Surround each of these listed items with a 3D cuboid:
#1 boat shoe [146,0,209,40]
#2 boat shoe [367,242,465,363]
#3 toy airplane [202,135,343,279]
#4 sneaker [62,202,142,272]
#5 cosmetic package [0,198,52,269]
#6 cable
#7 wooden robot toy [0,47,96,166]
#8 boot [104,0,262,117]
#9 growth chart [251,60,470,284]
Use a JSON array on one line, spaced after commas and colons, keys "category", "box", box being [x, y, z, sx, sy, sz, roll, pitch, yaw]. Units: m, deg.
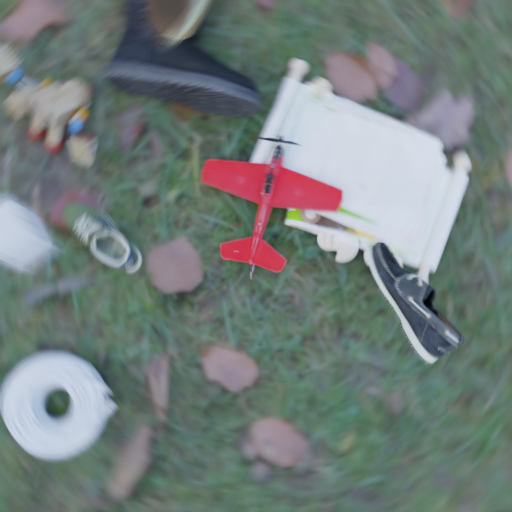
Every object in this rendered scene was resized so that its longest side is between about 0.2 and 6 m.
[{"category": "boat shoe", "box": [-0.822, -4.326, 8.159, 0.977, 1.038, 2.725, 13, 86, 18]}, {"category": "boat shoe", "box": [2.532, 0.615, 9.034, 0.723, 0.768, 2.140, -41, 64, 29]}, {"category": "toy airplane", "box": [0.124, -0.917, 10.756, 2.853, 0.525, 2.853, 1, 94, 10]}, {"category": "sneaker", "box": [-3.023, -0.423, 10.770, 1.893, 0.850, 0.635, 40, 87, 2]}, {"category": "cosmetic package", "box": [-3.981, -0.356, 9.252, 0.682, 0.682, 0.827, -37, 69, -1]}, {"category": "cable", "box": [-3.799, 2.816, 10.684, 1.880, 0.651, 1.879, 38, 89, 3]}, {"category": "wooden robot toy", "box": [-3.899, -3.001, 11.036, 2.817, 1.241, 1.278, 40, 52, 3]}, {"category": "boot", "box": [-1.054, -4.883, 10.949, 3.113, 1.240, 3.777, 13, 82, -1]}, {"category": "growth chart", "box": [1.971, -1.513, 11.072, 4.448, 0.394, 3.218, 29, 88, 2]}]
